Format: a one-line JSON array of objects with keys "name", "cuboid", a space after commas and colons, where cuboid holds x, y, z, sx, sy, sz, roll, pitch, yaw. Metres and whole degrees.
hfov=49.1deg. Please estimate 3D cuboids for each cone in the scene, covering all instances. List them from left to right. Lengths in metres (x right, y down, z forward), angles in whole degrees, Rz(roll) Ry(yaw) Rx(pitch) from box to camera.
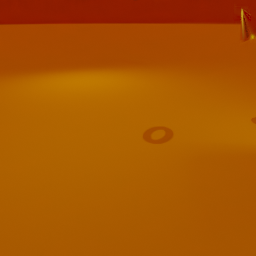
[{"name": "cone", "cuboid": [3.741, -3.258, 8.692, 0.968, 0.971, 0.968, -27, 5, 3]}]
